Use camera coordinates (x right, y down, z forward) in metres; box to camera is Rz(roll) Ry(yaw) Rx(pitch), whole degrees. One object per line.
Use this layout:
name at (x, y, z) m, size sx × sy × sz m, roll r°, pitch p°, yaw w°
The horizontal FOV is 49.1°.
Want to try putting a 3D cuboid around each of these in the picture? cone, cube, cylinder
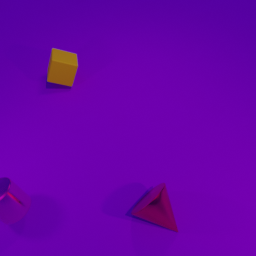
cone at (0.803, 1.992, 6.407) m, size 1.038 × 1.038 × 1.042 m, roll -41°, pitch 88°, yaw -28°
cube at (-2.154, -1.981, 9.172) m, size 0.820 × 0.820 × 0.820 m, roll 9°, pitch 39°, yaw -22°
cylinder at (-2.730, 1.634, 6.296) m, size 0.780 × 0.780 × 0.780 m, roll -18°, pitch 38°, yaw 15°
